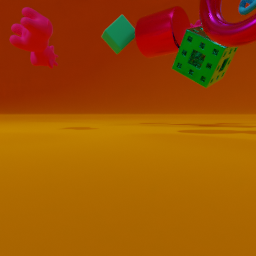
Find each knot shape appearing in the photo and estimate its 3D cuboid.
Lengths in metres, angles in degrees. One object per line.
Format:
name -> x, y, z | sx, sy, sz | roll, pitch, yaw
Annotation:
knot shape -> 3.566, -3.829, 8.192 | 1.158, 0.535, 1.084 | -39, 55, -14

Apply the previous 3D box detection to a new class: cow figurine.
cow figurine -> -2.104, -2.079, 6.745 | 1.333, 0.744, 1.355 | 19, -37, -38

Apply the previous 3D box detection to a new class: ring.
ring -> 2.029, -2.367, 4.722 | 0.401, 2.003, 2.003 | 10, -3, -34

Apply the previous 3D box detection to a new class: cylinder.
cylinder -> 1.137, -3.033, 8.999 | 1.353, 1.353, 1.353 | -1, 2, 39

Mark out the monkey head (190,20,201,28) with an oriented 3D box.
monkey head -> 2.462, -3.051, 9.578 | 1.509, 0.909, 1.086 | -26, -24, -4

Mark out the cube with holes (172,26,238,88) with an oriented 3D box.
cube with holes -> 2.211, -2.067, 7.969 | 1.188, 1.188, 1.188 | 36, 41, 23

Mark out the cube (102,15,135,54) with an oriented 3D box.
cube -> -0.300, -3.305, 9.977 | 0.864, 0.864, 0.864 | -45, 12, -6
